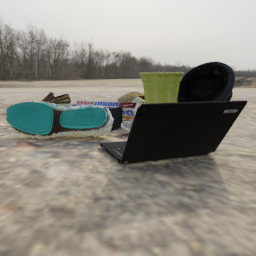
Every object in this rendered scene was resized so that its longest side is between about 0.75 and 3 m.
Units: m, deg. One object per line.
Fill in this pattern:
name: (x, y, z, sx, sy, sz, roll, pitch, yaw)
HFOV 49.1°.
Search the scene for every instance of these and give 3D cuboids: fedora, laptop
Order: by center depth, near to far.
laptop: (0.659, -0.018, 5.271, 1.937, 1.129, 2.185, -3, 11, -20)
fedora: (3.648, -1.627, 12.784, 1.324, 2.898, 2.898, 34, -14, -38)

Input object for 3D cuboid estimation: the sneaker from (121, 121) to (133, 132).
sneaker: (0.568, -0.189, 7.586, 1.575, 0.646, 0.589, -3, 10, -17)

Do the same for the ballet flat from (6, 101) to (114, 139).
ballet flat: (-1.688, -0.097, 7.117, 2.737, 0.982, 0.982, 4, 11, 9)

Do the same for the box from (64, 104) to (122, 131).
box: (-1.187, -0.302, 8.221, 1.739, 0.686, 1.227, 4, 14, 22)

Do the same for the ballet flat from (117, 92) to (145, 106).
ballet flat: (0.600, -1.190, 12.793, 0.844, 0.911, 2.585, 22, 25, 35)

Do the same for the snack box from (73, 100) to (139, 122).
snack box: (-0.659, -0.508, 9.064, 2.279, 0.819, 0.277, 5, 54, 25)

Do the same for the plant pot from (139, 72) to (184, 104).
plant pot: (1.402, -1.488, 11.897, 1.867, 1.716, 1.867, -1, 10, 0)

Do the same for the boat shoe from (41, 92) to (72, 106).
boat shoe: (-3.649, -1.260, 13.049, 0.851, 0.853, 2.305, 7, 12, 35)
